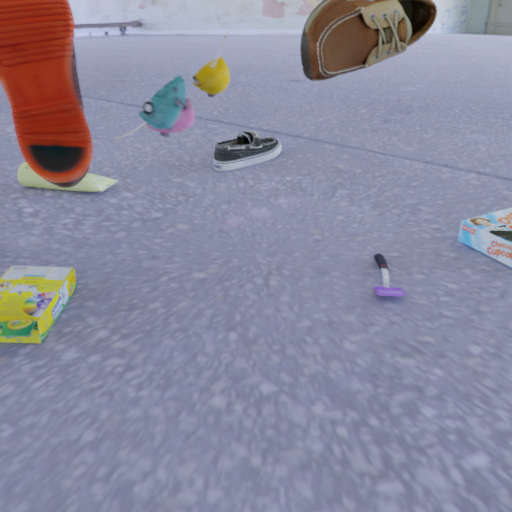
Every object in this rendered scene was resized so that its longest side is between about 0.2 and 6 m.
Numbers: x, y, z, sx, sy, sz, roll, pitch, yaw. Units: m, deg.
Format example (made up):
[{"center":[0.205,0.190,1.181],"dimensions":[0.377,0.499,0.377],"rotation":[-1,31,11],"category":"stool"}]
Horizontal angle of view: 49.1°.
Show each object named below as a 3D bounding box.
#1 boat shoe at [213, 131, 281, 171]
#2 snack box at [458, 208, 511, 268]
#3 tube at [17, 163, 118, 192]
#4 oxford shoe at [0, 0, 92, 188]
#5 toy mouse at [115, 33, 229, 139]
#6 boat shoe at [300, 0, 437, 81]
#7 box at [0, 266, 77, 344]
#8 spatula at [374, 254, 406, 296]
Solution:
[{"center":[-0.155,-2.735,14.042],"dimensions":[0.796,0.717,2.252],"rotation":[21,34,35],"category":"boat shoe"},{"center":[4.956,-0.421,9.835],"dimensions":[2.427,0.450,1.410],"rotation":[-14,30,-25],"category":"snack box"},{"center":[-4.158,-1.655,12.266],"dimensions":[2.061,0.535,0.598],"rotation":[8,67,8],"category":"tube"},{"center":[-2.821,-2.357,7.229],"dimensions":[1.086,3.052,1.107],"rotation":[-9,-3,-15],"category":"oxford shoe"},{"center":[-0.926,-1.668,6.454],"dimensions":[1.497,0.326,1.685],"rotation":[-39,4,-11],"category":"toy mouse"},{"center":[1.823,-3.527,8.620],"dimensions":[1.099,1.126,2.977],"rotation":[16,43,38],"category":"boat shoe"},{"center":[-3.229,0.693,7.737],"dimensions":[0.998,0.411,1.700],"rotation":[2,25,2],"category":"box"},{"center":[2.017,0.296,8.769],"dimensions":[0.434,0.158,1.536],"rotation":[3,27,3],"category":"spatula"}]
